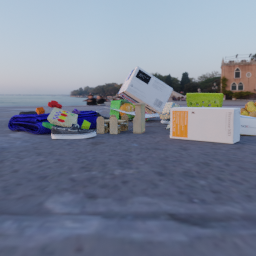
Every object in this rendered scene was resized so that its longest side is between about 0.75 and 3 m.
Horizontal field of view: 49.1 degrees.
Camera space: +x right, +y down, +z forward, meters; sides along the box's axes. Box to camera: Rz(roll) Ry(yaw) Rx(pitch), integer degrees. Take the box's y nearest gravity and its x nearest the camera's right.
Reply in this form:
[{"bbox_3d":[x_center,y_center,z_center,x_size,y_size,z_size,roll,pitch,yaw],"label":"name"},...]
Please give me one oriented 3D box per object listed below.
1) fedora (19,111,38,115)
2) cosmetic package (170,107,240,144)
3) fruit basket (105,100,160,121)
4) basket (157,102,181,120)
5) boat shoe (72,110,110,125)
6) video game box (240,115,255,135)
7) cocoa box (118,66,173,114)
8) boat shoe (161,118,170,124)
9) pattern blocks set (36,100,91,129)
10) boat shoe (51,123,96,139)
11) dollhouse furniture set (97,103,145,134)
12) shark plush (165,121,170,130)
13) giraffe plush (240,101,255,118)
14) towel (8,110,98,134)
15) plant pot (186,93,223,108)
[{"bbox_3d":[-4.086,-0.370,11.522,1.406,0.642,1.406,0,6,0],"label":"fedora"},{"bbox_3d":[2.097,-0.112,7.755,1.802,0.914,0.642,3,7,36],"label":"cosmetic package"},{"bbox_3d":[0.375,-0.781,14.816,2.518,1.180,2.332,21,16,29],"label":"fruit basket"},{"bbox_3d":[2.223,-0.729,14.123,1.227,0.968,1.391,5,-27,44],"label":"basket"},{"bbox_3d":[-1.567,-0.441,11.959,2.173,0.655,0.803,5,12,37],"label":"boat shoe"},{"bbox_3d":[3.006,-0.249,9.970,2.436,0.626,2.673,3,6,5],"label":"video game box"},{"bbox_3d":[0.690,-1.493,11.534,1.764,1.176,1.157,30,-11,-15],"label":"cocoa box"},{"bbox_3d":[2.140,-0.419,12.876,1.347,0.460,0.497,-2,6,-16],"label":"boat shoe"},{"bbox_3d":[-2.125,-0.322,9.254,1.798,0.166,2.045,21,21,-2],"label":"pattern blocks set"},{"bbox_3d":[-1.578,0.077,8.192,1.291,0.438,0.463,-1,6,-10],"label":"boat shoe"},{"bbox_3d":[-0.203,-0.359,9.653,1.507,1.001,1.320,2,6,17],"label":"dollhouse furniture set"},{"bbox_3d":[1.771,-0.051,10.451,0.772,0.351,0.322,-1,-27,44],"label":"shark plush"},{"bbox_3d":[4.680,-0.316,10.197,1.082,1.254,1.017,-49,-10,34],"label":"giraffe plush"},{"bbox_3d":[-2.664,-0.300,10.464,2.130,0.715,2.884,6,8,39],"label":"towel"},{"bbox_3d":[3.477,-0.870,12.672,1.548,1.405,1.541,2,6,20],"label":"plant pot"}]
